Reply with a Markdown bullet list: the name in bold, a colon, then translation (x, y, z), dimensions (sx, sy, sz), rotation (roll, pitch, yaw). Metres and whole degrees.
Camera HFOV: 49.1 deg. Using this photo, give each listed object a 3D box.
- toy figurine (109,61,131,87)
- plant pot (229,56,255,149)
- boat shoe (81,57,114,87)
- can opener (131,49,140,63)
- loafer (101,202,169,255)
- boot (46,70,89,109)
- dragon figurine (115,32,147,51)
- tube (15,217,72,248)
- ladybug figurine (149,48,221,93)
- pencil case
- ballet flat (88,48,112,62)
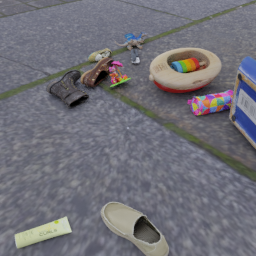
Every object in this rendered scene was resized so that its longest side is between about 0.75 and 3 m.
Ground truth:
- **toy figurine**: translation (-0.448, -2.148, 10.914), dimensions (0.928, 0.854, 0.696), rotation (-27, 12, -21)
- **plant pot**: translation (4.538, -0.738, 8.033), dimensions (2.398, 2.667, 2.667), rotation (-14, 42, -7)
- **boat shoe**: translation (-1.075, -2.236, 11.363), dimensions (0.674, 0.674, 1.915), rotation (19, 50, 27)
- **can opener**: translation (0.320, -3.378, 12.911), dimensions (0.359, 0.450, 1.346), rotation (-1, 39, -2)
- **loafer**: translation (0.138, 2.088, 6.060), dimensions (1.769, 0.604, 0.669), rotation (26, 46, 29)
- **boot**: translation (-2.017, -1.431, 10.507), dimensions (1.512, 0.601, 1.737), rotation (30, 54, 27)
- **dragon figurine**: translation (0.147, -4.340, 13.992), dimensions (1.988, 0.585, 0.988), rotation (-14, 41, -18)
- **tube**: translation (-1.848, 2.275, 6.113), dimensions (1.144, 0.297, 0.332), rotation (-12, 79, -21)
- **ladybug figurine**: translation (2.131, -2.133, 10.749), dimensions (2.944, 1.059, 1.998), rotation (-13, 54, -15)
- **pencil case**: translation (2.936, -0.889, 9.697), dimensions (1.592, 0.703, 0.703), rotation (-9, 40, -14)
- **ballet flat**: translation (-1.247, -3.334, 12.903), dimensions (0.458, 0.458, 1.296), rotation (29, 46, 30)
